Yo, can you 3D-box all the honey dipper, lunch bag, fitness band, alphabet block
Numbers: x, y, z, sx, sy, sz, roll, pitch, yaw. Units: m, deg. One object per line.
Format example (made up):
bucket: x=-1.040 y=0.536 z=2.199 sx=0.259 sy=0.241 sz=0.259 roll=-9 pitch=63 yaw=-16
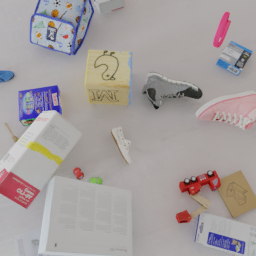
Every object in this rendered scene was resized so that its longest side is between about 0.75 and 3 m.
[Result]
honey dipper: x=-4.677 y=0.161 z=11.144 sx=0.185 sy=0.185 sz=0.972 roll=-35 pitch=72 yaw=-12
lunch bag: x=-2.922 y=-4.602 z=12.235 sx=2.171 sy=1.582 sz=2.554 roll=18 pitch=85 yaw=7
fitness band: x=2.597 y=-2.704 z=7.734 sx=0.178 sy=0.954 sz=0.685 roll=26 pitch=34 yaw=23
alphabet block: x=-0.700 y=-1.963 z=11.138 sx=1.709 sy=1.678 sz=1.669 roll=2 pitch=68 yaw=1

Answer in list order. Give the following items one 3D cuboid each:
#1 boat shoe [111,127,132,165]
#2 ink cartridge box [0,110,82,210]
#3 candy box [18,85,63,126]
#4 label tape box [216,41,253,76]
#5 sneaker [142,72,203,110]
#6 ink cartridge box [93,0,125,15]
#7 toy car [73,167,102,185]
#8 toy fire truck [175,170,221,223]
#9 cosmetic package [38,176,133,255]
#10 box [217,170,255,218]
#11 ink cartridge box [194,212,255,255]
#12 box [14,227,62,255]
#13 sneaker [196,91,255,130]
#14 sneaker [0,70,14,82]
boat shoe: x=-0.133 y=0.644 z=10.752 sx=0.550 sy=0.562 sz=1.586 roll=-23 pitch=70 yaw=-8
ink cartridge box: x=-3.195 y=0.942 z=9.625 sx=1.248 sy=2.171 sz=2.992 roll=42 pitch=73 yaw=-25
candy box: x=-3.508 y=-0.903 z=11.298 sx=1.614 sy=0.622 sz=1.365 roll=-9 pitch=68 yaw=-2
label tape box: x=4.716 y=-3.180 z=12.220 sx=1.096 sy=0.506 sz=1.530 roll=32 pitch=74 yaw=11
sneaker: x=1.675 y=-1.264 z=11.380 sx=2.431 sy=0.912 sz=1.404 roll=21 pitch=75 yaw=18
ink cartridge box: x=-1.077 y=-6.464 z=13.317 sx=1.283 sy=0.737 sz=1.767 roll=-21 pitch=71 yaw=-8
toy car: x=-1.513 y=1.983 z=10.409 sx=1.090 sy=0.258 sz=1.158 roll=-4 pitch=70 yaw=-1
toy fire truck: x=2.492 y=2.439 z=9.973 sx=1.990 sy=0.485 sz=1.403 roll=-17 pitch=59 yaw=-4
cosmetic package: x=-1.209 y=2.894 z=8.886 sx=2.862 sy=0.739 sz=2.158 roll=19 pitch=52 yaw=-28
box: x=3.998 y=2.420 z=10.307 sx=1.151 sy=0.150 sz=1.409 roll=-22 pitch=72 yaw=-8
ink cartridge box: x=3.386 y=3.696 z=9.687 sx=2.173 sy=0.426 sz=1.081 roll=15 pitch=70 yaw=4
box: x=-2.297 y=4.328 z=9.052 sx=2.078 sy=1.138 sz=2.355 roll=-19 pitch=71 yaw=-7
sneaker: x=4.098 y=-0.515 z=10.935 sx=2.669 sy=1.004 sz=1.395 roll=-15 pitch=65 yaw=-10
sneaker: x=-5.576 y=-2.238 z=11.849 sx=1.404 sy=0.550 sz=0.463 roll=-8 pitch=68 yaw=-5
